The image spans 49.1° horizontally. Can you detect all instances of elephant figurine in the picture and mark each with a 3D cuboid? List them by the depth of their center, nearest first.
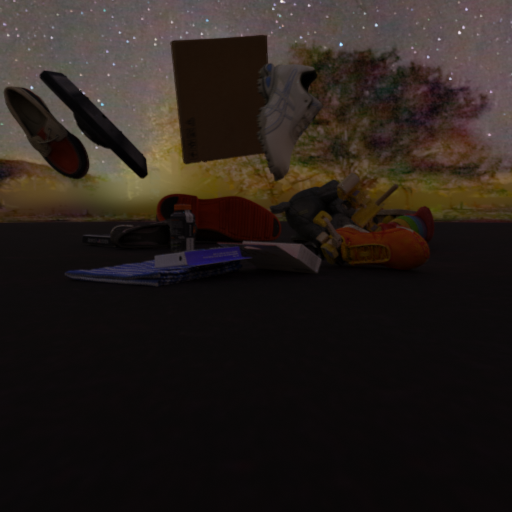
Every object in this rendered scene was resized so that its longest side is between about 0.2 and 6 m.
[{"bbox_3d":[1.562,-0.825,13.675,1.664,1.824,2.351,-40,-7,-1],"label":"elephant figurine"}]

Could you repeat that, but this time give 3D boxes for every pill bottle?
[{"bbox_3d":[-1.544,-0.587,11.803,0.528,0.994,0.528,0,4,0],"label":"pill bottle"}]

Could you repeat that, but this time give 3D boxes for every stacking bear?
[{"bbox_3d":[3.141,-0.503,12.327,1.442,0.820,0.876,-14,-8,-31],"label":"stacking bear"}]

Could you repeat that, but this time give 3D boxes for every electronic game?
[{"bbox_3d":[-2.824,-2.283,9.890,0.507,2.436,2.436,-44,8,-2],"label":"electronic game"}]

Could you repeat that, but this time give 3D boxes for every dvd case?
[{"bbox_3d":[-3.020,-0.412,14.209,2.186,0.270,1.643,-3,5,-44],"label":"dvd case"}]

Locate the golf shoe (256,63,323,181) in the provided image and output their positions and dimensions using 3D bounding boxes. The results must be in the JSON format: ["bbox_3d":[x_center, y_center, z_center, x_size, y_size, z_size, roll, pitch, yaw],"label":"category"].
[{"bbox_3d":[0.612,-2.437,9.835,1.113,2.289,0.896,-4,-18,15],"label":"golf shoe"}]

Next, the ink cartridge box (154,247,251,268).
[{"bbox_3d":[-0.669,0.010,7.070,0.898,0.197,0.906,-8,4,-43],"label":"ink cartridge box"}]

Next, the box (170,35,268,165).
[{"bbox_3d":[-0.639,-3.145,11.320,1.940,2.373,0.252,-11,24,-19],"label":"box"}]

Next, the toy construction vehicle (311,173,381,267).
[{"bbox_3d":[1.410,-0.453,8.359,1.205,1.384,0.487,-42,51,-14],"label":"toy construction vehicle"}]

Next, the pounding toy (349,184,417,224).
[{"bbox_3d":[3.283,-1.237,15.596,1.683,1.688,2.943,3,3,-21],"label":"pounding toy"}]

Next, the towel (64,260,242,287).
[{"bbox_3d":[-1.243,0.146,7.346,1.445,0.238,1.996,1,5,27],"label":"towel"}]

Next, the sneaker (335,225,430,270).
[{"bbox_3d":[1.695,-0.049,8.203,0.725,0.686,1.879,-27,17,-31],"label":"sneaker"}]

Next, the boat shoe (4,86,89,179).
[{"bbox_3d":[-3.805,-2.229,10.142,0.723,2.031,0.635,-38,-7,5],"label":"boat shoe"}]

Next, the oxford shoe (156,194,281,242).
[{"bbox_3d":[-1.020,-0.917,15.169,3.370,1.199,1.222,11,-20,-11],"label":"oxford shoe"}]

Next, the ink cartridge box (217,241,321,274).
[{"bbox_3d":[0.179,-0.066,7.602,1.092,0.244,0.962,4,-21,43],"label":"ink cartridge box"}]

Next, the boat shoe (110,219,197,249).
[{"bbox_3d":[-2.267,-0.441,12.716,2.017,0.674,0.575,-7,19,-20],"label":"boat shoe"}]
